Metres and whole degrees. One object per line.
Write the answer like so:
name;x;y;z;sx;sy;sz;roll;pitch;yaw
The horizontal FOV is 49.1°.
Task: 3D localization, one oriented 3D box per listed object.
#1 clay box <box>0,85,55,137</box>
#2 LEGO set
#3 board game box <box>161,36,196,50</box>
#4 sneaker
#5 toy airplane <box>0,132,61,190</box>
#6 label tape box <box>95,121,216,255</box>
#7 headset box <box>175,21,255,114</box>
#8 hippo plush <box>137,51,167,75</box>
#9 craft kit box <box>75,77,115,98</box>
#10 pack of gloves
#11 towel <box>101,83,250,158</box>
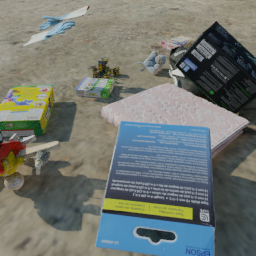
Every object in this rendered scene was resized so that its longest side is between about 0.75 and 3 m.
clay box;-2.919;-0.588;8.104;1.316;0.545;2.290;-2;32;-3
LEGO set;-0.864;-2.282;10.681;0.941;0.709;1.223;18;36;26
board game box;2.673;-4.302;14.248;1.600;0.370;1.212;-26;40;-35
sneaker;1.944;-2.086;9.707;0.940;1.279;2.828;-15;31;2
toy airplane;-2.419;0.683;5.743;1.654;1.173;1.662;-16;-2;-42
label tape box;0.560;1.078;5.037;1.785;0.824;2.492;5;53;7
headset box;2.932;-1.938;8.580;2.262;1.205;2.598;42;37;-1
hippo plush;1.132;-2.532;11.249;1.074;0.856;0.864;-29;-11;39
craft kit box;-1.119;-1.419;9.738;1.127;0.277;1.141;3;32;10
pack of gloves;-2.349;-3.359;8.896;1.945;0.384;1.634;-7;42;27
towel;1.227;-0.190;7.379;2.775;0.468;2.905;-25;45;-36
